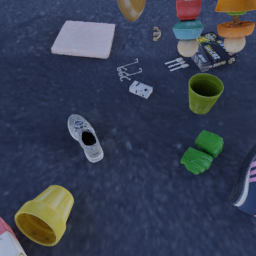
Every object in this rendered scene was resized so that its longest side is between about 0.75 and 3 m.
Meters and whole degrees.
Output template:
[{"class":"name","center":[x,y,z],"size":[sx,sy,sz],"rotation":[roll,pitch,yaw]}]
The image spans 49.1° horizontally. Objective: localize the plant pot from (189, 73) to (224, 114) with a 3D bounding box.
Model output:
[{"class":"plant pot","center":[2.654,-1.119,9.947],"size":[1.173,1.130,1.173],"rotation":[0,53,0]}]

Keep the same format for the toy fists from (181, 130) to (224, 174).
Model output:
[{"class":"toy fists","center":[2.393,0.791,8.817],"size":[0.824,0.556,1.616],"rotation":[29,58,29]}]

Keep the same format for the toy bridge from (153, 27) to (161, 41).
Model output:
[{"class":"toy bridge","center":[1.372,-4.442,13.238],"size":[0.345,0.140,1.026],"rotation":[4,52,2]}]

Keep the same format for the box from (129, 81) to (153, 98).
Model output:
[{"class":"box","center":[0.497,-1.486,10.814],"size":[0.786,0.236,0.458],"rotation":[25,56,19]}]

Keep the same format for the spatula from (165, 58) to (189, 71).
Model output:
[{"class":"spatula","center":[2.058,-2.708,11.914],"size":[0.896,0.072,0.623],"rotation":[-21,60,-15]}]

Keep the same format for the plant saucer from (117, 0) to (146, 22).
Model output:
[{"class":"plant saucer","center":[0.212,-5.274,10.920],"size":[0.369,2.083,2.083],"rotation":[5,49,30]}]

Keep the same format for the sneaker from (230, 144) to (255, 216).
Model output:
[{"class":"sneaker","center":[3.860,1.435,8.206],"size":[1.042,0.891,2.540],"rotation":[32,61,7]}]

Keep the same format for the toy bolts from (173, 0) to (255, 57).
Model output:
[{"class":"toy bolts","center":[2.161,-2.481,7.039],"size":[2.082,1.444,1.989],"rotation":[1,27,13]}]

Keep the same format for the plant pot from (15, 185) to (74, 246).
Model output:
[{"class":"plant pot","center":[-2.068,2.187,7.328],"size":[1.259,1.259,1.185],"rotation":[16,38,12]}]

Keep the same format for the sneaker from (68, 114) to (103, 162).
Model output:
[{"class":"sneaker","center":[-1.375,0.149,9.138],"size":[0.739,0.811,1.977],"rotation":[-27,56,-20]}]

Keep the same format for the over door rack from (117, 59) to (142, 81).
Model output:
[{"class":"over door rack","center":[0.076,-2.320,11.379],"size":[0.951,0.317,0.702],"rotation":[-23,52,8]}]

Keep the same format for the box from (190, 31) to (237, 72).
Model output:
[{"class":"box","center":[3.480,-3.358,12.154],"size":[1.583,0.482,1.963],"rotation":[-17,53,-9]}]

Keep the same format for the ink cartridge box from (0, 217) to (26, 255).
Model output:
[{"class":"ink cartridge box","center":[-2.935,3.630,6.273],"size":[1.644,0.953,2.823],"rotation":[-34,59,-24]}]

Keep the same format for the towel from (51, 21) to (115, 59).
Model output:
[{"class":"towel","center":[-1.946,-4.053,12.768],"size":[2.497,0.402,2.384],"rotation":[6,51,5]}]
